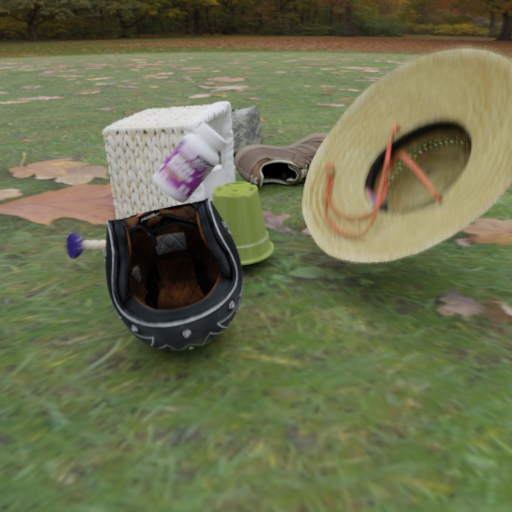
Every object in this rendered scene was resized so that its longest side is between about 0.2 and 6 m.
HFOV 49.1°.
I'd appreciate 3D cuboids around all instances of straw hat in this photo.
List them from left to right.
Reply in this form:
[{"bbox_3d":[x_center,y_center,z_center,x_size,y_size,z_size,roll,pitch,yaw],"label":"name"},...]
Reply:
[{"bbox_3d":[2.771,-1.272,9.188,1.644,3.885,3.885,34,0,-40],"label":"straw hat"}]

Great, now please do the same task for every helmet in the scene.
[{"bbox_3d":[-1.089,0.294,7.611,2.008,1.914,2.008,-13,7,2],"label":"helmet"}]

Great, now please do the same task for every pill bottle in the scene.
[{"bbox_3d":[-0.864,-1.252,7.479,0.567,1.011,0.567,39,9,-7],"label":"pill bottle"}]

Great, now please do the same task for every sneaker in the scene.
[{"bbox_3d":[1.091,-2.288,14.443,3.244,1.143,1.225,-13,48,-20],"label":"sneaker"}]

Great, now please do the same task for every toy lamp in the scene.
[{"bbox_3d":[-2.463,-0.183,9.985,1.695,0.493,0.493,-4,22,-40],"label":"toy lamp"}]

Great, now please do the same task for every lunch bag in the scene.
[{"bbox_3d":[-0.767,-3.787,17.108,1.565,1.300,1.866,-4,25,16],"label":"lunch bag"}]

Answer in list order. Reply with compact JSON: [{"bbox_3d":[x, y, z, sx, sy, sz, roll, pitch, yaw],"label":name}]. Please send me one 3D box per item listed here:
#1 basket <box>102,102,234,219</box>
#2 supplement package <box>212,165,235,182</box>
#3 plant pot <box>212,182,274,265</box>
[{"bbox_3d":[-1.628,-1.795,11.510,1.939,2.389,2.411,4,25,14],"label":"basket"},{"bbox_3d":[-0.910,-1.732,13.406,0.625,0.627,1.069,4,26,9],"label":"supplement package"},{"bbox_3d":[-0.337,-0.638,9.834,1.251,1.188,1.251,-3,25,1],"label":"plant pot"}]
